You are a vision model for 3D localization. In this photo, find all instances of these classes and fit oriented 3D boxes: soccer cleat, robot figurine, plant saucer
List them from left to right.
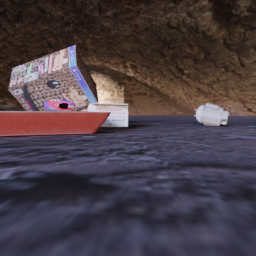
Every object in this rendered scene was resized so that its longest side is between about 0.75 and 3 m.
[{"bbox_3d":[-1.737,-0.116,5.298,2.258,0.414,2.253,0,3,-24],"label":"plant saucer"},{"bbox_3d":[-1.769,-0.577,7.106,0.969,0.330,0.355,6,4,22],"label":"soccer cleat"},{"bbox_3d":[2.282,-0.347,7.734,0.909,0.771,0.513,12,44,18],"label":"robot figurine"}]

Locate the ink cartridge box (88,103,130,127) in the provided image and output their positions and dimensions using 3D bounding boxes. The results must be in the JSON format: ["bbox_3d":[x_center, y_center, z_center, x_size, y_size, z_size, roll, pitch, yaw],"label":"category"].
[{"bbox_3d":[-0.509,-0.294,6.827,0.924,0.531,1.577,1,0,-9],"label":"ink cartridge box"}]

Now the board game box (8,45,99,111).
[{"bbox_3d":[-2.011,-1.150,7.861,1.924,0.932,1.534,-18,-40,8],"label":"board game box"}]
